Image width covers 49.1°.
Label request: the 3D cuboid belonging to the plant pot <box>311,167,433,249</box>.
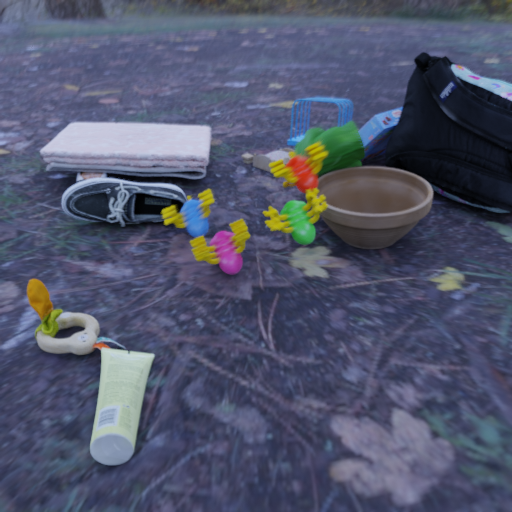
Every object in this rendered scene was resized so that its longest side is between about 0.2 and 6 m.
[{"bbox_3d":[2.179,-0.832,10.756,2.258,1.042,2.258,-2,30,1],"label":"plant pot"}]

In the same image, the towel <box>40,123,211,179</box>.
[{"bbox_3d":[-3.128,-2.818,14.502,3.931,0.634,3.755,2,24,-5],"label":"towel"}]

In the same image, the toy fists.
[{"bbox_3d":[1.504,-2.071,12.034,1.369,0.923,2.685,-24,-9,5],"label":"toy fists"}]

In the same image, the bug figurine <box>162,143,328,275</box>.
[{"bbox_3d":[-0.047,-0.787,10.258,3.248,0.836,2.519,-21,40,5],"label":"bug figurine"}]

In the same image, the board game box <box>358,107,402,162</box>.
[{"bbox_3d":[3.288,-3.085,14.238,2.526,1.910,0.462,-26,81,-37],"label":"board game box"}]

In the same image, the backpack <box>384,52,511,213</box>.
[{"bbox_3d":[4.904,-2.481,12.023,2.353,3.102,3.718,-16,39,-34],"label":"backpack"}]

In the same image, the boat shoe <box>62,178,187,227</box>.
[{"bbox_3d":[-2.637,-1.011,11.282,2.492,0.920,0.851,4,19,-13],"label":"boat shoe"}]

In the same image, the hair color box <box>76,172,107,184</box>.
[{"bbox_3d":[-3.750,-1.586,12.814,0.663,0.406,1.339,-5,29,-12],"label":"hair color box"}]

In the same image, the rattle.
[{"bbox_3d":[-2.500,0.900,7.855,1.369,0.978,0.892,14,14,35],"label":"rattle"}]

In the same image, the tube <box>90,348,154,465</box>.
[{"bbox_3d":[-1.654,1.723,6.901,0.482,0.539,1.857,-35,25,10],"label":"tube"}]

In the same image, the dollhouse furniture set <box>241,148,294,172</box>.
[{"bbox_3d":[0.888,-2.843,14.519,1.968,0.961,1.678,25,37,37],"label":"dollhouse furniture set"}]

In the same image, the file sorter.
[{"bbox_3d":[1.831,-3.678,15.390,1.392,1.231,2.006,10,19,17],"label":"file sorter"}]
